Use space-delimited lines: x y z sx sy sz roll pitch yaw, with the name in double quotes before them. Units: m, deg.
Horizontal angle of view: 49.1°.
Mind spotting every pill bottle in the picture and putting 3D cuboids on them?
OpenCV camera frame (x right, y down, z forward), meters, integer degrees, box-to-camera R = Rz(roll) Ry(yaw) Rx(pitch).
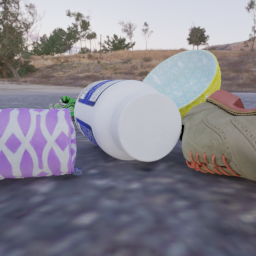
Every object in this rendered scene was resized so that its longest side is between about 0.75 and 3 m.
"pill bottle" -0.081 -0.162 4.633 1.254 1.254 2.095 -3 11 -22

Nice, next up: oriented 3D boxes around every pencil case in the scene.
"pencil case" -1.630 0.196 3.384 2.096 0.880 0.896 -2 12 -13

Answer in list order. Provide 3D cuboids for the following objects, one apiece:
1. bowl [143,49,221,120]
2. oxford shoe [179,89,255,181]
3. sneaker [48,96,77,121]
"bowl" 1.691 -0.976 8.468 2.588 2.588 1.393 10 -29 48
"oxford shoe" 1.289 0.335 3.368 1.080 1.017 2.888 -32 13 6
"sneaker" -2.198 -0.735 9.837 0.736 0.804 1.887 -9 12 -44
